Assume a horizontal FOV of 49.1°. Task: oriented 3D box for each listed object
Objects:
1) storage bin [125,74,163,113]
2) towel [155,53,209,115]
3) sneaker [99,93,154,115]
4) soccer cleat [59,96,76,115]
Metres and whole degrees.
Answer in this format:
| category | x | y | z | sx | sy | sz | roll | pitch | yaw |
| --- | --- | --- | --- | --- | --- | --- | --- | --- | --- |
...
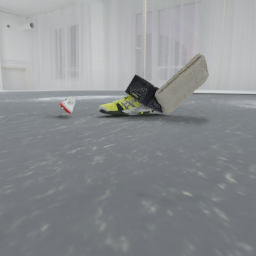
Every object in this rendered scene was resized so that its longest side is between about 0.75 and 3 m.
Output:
| category | x | y | z | sx | sy | sz | roll | pitch | yaw |
| --- | --- | --- | --- | --- | --- | --- | --- | --- | --- |
| storage bin | 0.936 | -1.472 | 12.272 | 1.300 | 0.902 | 1.923 | 39 | 12 | 30 |
| towel | 2.292 | -1.816 | 11.767 | 0.451 | 2.614 | 1.732 | 48 | -1 | 32 |
| sneaker | -0.074 | -1.043 | 12.101 | 2.446 | 0.935 | 0.922 | -6 | 8 | -17 |
| soccer cleat | -2.518 | -1.019 | 11.885 | 0.696 | 0.560 | 1.633 | -42 | 19 | -3 |
